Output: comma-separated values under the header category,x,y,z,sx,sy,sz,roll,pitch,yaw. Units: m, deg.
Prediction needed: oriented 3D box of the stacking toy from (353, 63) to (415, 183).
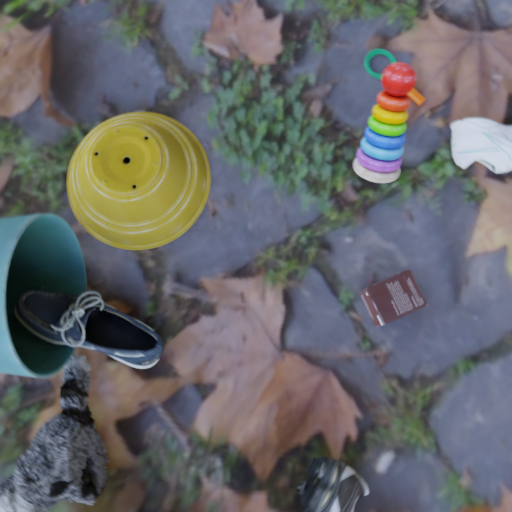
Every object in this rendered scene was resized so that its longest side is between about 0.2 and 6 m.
category,x,y,z,sx,sy,sz,roll,pitch,yaw
stacking toy,2.350,-2.358,9.897,0.880,2.061,0.880,5,38,-4

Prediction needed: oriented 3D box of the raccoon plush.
category,x,y,z,sx,sy,sz,roll,pitch,yaw
raccoon plush,-3.639,3.286,9.564,1.885,1.361,2.813,-15,50,11

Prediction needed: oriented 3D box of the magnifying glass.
category,x,y,z,sx,sy,sz,roll,pitch,yaw
magnifying glass,2.754,-3.525,11.100,0.579,0.163,1.456,-44,80,-8

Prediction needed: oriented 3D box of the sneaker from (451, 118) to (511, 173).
category,x,y,z,sx,sy,sz,roll,pitch,yaw
sneaker,4.860,-2.000,10.532,2.397,0.843,0.960,4,87,7

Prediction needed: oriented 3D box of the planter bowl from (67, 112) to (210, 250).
category,x,y,z,sx,sy,sz,roll,pitch,yaw
planter bowl,-2.249,-1.566,10.216,2.767,1.153,2.767,0,79,-1

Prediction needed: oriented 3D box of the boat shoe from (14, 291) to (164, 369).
category,x,y,z,sx,sy,sz,roll,pitch,yaw
boat shoe,-2.881,1.198,9.665,2.672,0.826,1.000,26,61,-1

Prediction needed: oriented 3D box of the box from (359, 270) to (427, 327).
category,x,y,z,sx,sy,sz,roll,pitch,yaw
box,2.431,0.768,9.990,0.868,0.713,0.720,-23,80,-4

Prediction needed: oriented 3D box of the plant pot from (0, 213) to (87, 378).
category,x,y,z,sx,sy,sz,roll,pitch,yaw
plant pot,-4.324,0.639,9.163,2.119,2.641,2.641,-1,79,8

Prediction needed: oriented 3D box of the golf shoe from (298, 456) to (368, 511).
category,x,y,z,sx,sy,sz,roll,pitch,yaw
golf shoe,1.031,4.587,9.080,1.159,0.954,2.454,30,81,-12
